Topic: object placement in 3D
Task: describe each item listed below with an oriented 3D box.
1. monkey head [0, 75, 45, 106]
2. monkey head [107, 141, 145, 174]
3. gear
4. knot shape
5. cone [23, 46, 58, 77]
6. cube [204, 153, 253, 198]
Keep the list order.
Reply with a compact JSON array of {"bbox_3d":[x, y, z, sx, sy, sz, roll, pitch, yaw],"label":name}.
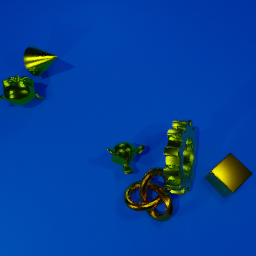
[{"bbox_3d":[-3.453,-1.196,8.834,1.523,1.095,0.918,-7,109,-25],"label":"monkey head"},{"bbox_3d":[-0.054,0.805,7.839,1.187,0.716,0.854,-3,42,-28],"label":"monkey head"},{"bbox_3d":[1.424,0.750,7.386,0.360,1.944,1.944,3,65,26],"label":"gear"},{"bbox_3d":[0.691,1.880,7.485,1.433,0.662,1.341,-35,75,2],"label":"knot shape"},{"bbox_3d":[-2.603,-2.206,8.941,0.998,0.994,0.994,-3,63,30],"label":"cone"},{"bbox_3d":[2.752,1.316,7.759,0.800,0.800,0.800,-39,72,-15],"label":"cube"}]
